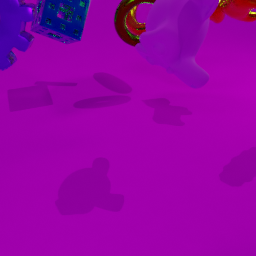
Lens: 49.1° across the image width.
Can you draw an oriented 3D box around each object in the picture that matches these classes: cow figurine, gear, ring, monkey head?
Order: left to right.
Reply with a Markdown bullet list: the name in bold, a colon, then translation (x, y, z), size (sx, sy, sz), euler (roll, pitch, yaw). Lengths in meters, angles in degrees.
- **gear**: translation (-2.244, -1.681, 3.942), size (1.821, 1.821, 0.337), euler (-2, 30, -3)
- **ring**: translation (0.427, -2.876, 7.490), size (1.619, 1.619, 0.324), euler (-4, 50, -5)
- **ring**: translation (0.689, -3.748, 8.561), size (1.962, 1.962, 0.392), euler (35, 11, 39)
- **monkey head**: translation (0.851, -1.352, 4.229), size (1.348, 1.874, 1.129), euler (39, 82, -4)
- **cow figurine**: translation (2.478, -3.044, 6.804), size (1.490, 0.831, 1.514), euler (11, 1, 9)

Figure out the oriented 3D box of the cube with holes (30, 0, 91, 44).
- **cube with holes**: translation (-1.888, -3.091, 7.720), size (1.125, 1.125, 1.125), euler (13, 3, -33)
